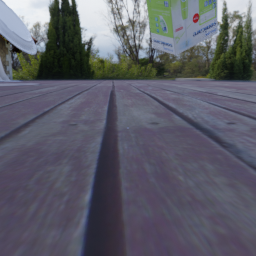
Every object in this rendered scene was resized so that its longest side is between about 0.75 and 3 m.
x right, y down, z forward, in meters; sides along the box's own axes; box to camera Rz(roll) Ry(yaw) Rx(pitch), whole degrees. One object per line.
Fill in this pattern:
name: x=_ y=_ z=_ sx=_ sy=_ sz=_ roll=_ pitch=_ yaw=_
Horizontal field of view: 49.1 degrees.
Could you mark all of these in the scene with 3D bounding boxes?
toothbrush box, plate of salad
toothbrush box: x=1.381 y=-3.282 z=7.117 sx=1.644 sy=2.259 sz=0.972 roll=-31 pitch=42 yaw=-22
plate of salad: x=-3.115 y=-2.613 z=6.912 sx=0.505 sy=2.102 sz=2.102 roll=-35 pitch=7 yaw=10
